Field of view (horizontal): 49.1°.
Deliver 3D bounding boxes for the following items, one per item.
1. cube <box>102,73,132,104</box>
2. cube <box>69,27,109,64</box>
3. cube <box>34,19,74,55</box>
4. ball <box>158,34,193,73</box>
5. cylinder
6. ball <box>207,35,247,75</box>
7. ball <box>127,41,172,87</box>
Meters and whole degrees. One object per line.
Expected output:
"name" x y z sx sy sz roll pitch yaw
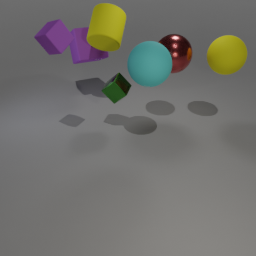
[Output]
"cube" -0.416 -1.468 10.334 0.700 0.700 0.700 -30 24 37
"cube" -1.863 -3.819 12.975 1.400 1.400 1.400 -14 12 -21
"cube" -2.180 -2.680 8.307 0.700 0.700 0.700 10 59 43
"ball" 1.653 -2.716 10.283 1.400 1.400 1.400 0 31 0
"cylinder" -0.879 -4.105 11.536 1.400 1.400 1.400 11 -10 2
"ball" 3.615 -2.664 10.269 1.400 1.400 1.400 0 31 0
"ball" 0.677 -1.989 8.768 1.400 1.400 1.400 0 31 0
